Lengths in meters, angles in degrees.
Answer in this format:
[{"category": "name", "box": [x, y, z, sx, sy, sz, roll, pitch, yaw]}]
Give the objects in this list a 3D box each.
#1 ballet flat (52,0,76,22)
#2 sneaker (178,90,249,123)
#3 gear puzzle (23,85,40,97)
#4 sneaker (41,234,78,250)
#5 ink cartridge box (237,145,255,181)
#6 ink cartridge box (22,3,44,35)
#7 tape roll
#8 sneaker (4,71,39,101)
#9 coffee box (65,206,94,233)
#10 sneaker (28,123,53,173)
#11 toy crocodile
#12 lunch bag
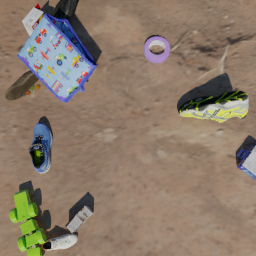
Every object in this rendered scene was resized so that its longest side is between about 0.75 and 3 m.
[{"category": "ballet flat", "box": [-2.450, -5.103, 11.666, 0.958, 0.819, 2.884, 10, 79, 29]}, {"category": "sneaker", "box": [2.961, -0.587, 9.896, 2.466, 0.942, 0.930, -5, 32, 33]}, {"category": "gear puzzle", "box": [-3.801, -1.481, 10.875, 0.812, 0.106, 0.420, -18, 74, -5]}, {"category": "sneaker", "box": [-2.235, 3.763, 9.125, 1.167, 0.494, 0.425, -15, 72, -6]}, {"category": "ink cartridge box", "box": [4.557, 1.269, 9.831, 1.408, 0.537, 0.960, 39, 77, 9]}, {"category": "ink cartridge box", "box": [-3.514, -4.119, 11.099, 0.492, 1.173, 1.029, 30, 76, 8]}, {"category": "tape roll", "box": [1.159, -3.140, 11.252, 1.016, 0.333, 1.016, 0, 74, -1]}, {"category": "sneaker", "box": [-4.094, -1.619, 10.728, 1.531, 0.539, 0.578, -40, 43, -14]}, {"category": "coffee box", "box": [-1.608, 3.037, 9.328, 0.891, 0.504, 0.356, -43, 77, -12]}, {"category": "sneaker", "box": [-3.077, 0.649, 9.884, 0.708, 0.803, 1.802, -8, 73, -2]}, {"category": "toy crocodile", "box": [-3.252, 3.208, 9.231, 0.809, 0.740, 2.398, -23, 70, -6]}, {"category": "lunch bag", "box": [-2.411, -2.354, 10.149, 1.984, 1.240, 2.636, -42, 80, 27]}]
